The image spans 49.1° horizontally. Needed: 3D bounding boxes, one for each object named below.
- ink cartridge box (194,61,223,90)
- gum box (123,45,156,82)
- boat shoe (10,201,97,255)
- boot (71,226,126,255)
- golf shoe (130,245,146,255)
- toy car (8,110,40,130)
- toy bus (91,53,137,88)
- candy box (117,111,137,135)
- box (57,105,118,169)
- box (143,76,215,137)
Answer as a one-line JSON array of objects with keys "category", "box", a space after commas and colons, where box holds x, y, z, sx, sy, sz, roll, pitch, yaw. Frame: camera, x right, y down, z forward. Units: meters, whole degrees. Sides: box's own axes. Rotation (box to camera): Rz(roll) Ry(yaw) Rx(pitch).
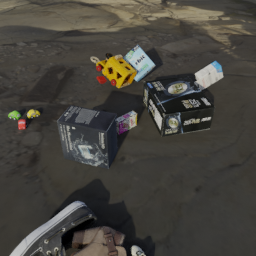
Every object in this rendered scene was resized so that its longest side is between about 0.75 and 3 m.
[{"category": "ink cartridge box", "box": [3.826, -2.482, 13.654, 1.471, 0.853, 0.499, -32, 50, 4]}, {"category": "gum box", "box": [0.498, -3.316, 14.366, 1.461, 1.241, 0.325, 54, 15, 16]}, {"category": "boat shoe", "box": [-1.869, 3.019, 7.263, 0.901, 0.951, 2.721, 24, 37, 29]}, {"category": "boot", "box": [-0.756, 3.383, 6.986, 1.432, 0.688, 1.958, 9, 48, -4]}, {"category": "golf shoe", "box": [0.347, 3.322, 7.265, 0.304, 0.347, 0.787, -24, 43, -26]}, {"category": "toy car", "box": [-4.629, -0.504, 12.067, 1.245, 0.295, 1.323, 14, 40, 16]}, {"category": "toy bus", "box": [-0.631, -3.082, 13.994, 2.255, 1.165, 2.128, 15, 43, -21]}, {"category": "candy box", "box": [-0.079, -0.219, 11.427, 0.959, 0.654, 0.293, -29, 48, -30]}, {"category": "box", "box": [-1.358, 0.316, 9.856, 1.800, 1.770, 1.057, 11, 40, 13]}, {"category": "box", "box": [2.047, -1.013, 12.011, 2.188, 1.151, 2.672, -8, 39, -11]}]
